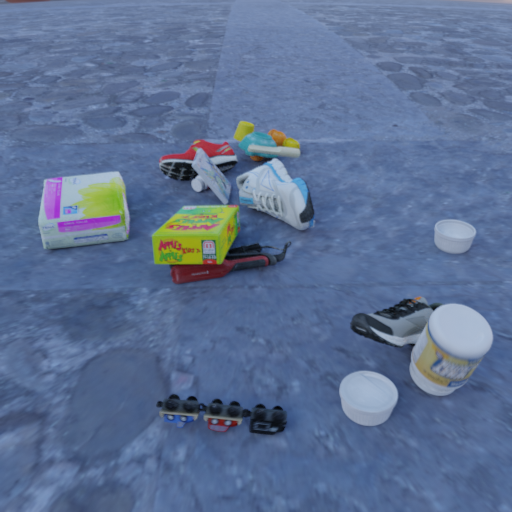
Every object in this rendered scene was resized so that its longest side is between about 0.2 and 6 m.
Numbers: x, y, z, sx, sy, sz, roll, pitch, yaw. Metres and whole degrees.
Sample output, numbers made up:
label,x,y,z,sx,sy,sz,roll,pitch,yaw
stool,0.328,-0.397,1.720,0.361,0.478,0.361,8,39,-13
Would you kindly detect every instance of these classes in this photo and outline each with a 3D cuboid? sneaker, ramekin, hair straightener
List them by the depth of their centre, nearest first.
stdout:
label,x,y,z,sx,sy,sz,roll,pitch,yaw
ramekin,1.580,2.043,7.946,0.811,0.378,0.811,-1,32,0
sneaker,2.207,0.982,8.595,2.020,0.801,0.746,9,5,-39
hair straightener,-0.517,-0.049,11.119,2.473,0.506,0.952,-13,32,-10
ramekin,4.150,-0.389,11.787,0.819,0.430,0.819,0,32,0
sneaker,0.345,-1.282,12.784,1.325,1.146,3.057,-16,26,-12
sneaker,-1.579,-2.581,14.670,2.202,0.848,0.935,-11,71,-32

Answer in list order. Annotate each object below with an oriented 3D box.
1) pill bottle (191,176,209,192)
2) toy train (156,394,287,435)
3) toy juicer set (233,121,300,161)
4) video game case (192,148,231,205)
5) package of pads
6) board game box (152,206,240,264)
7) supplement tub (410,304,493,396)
label,x,y,z,sx,sy,sz,roll,pitch,yaw
pill bottle,-1.302,-1.905,14.240,0.394,0.394,0.696,19,37,28
toy train,-0.477,2.193,7.644,1.795,0.411,0.306,6,5,2
toy juicer set,0.384,-2.973,15.758,1.796,0.768,2.823,10,24,-14
video game case,-1.059,-1.947,13.629,0.137,1.241,1.131,-33,24,18
package of pads,-3.801,-1.092,12.547,1.831,0.808,2.370,-8,33,-13
board game box,-1.108,-0.470,11.146,1.241,0.581,2.442,0,17,7
supplement tub,2.711,1.353,7.927,0.859,1.187,0.859,5,45,-5
